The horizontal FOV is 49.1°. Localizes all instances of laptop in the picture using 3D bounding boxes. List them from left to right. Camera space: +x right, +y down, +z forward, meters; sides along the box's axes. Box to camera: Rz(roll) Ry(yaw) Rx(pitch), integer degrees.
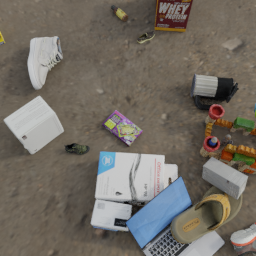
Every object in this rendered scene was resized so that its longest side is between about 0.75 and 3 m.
[{"bbox_3d":[1.505,3.198,8.490,2.237,1.385,2.389,-36,69,-15],"label":"laptop"}]

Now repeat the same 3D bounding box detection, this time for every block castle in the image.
[{"bbox_3d":[4.063,0.393,9.840,2.805,1.316,1.874,16,66,5],"label":"block castle"}]

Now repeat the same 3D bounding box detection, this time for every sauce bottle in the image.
[{"bbox_3d":[-0.423,-5.492,13.330,0.347,0.347,1.050,-37,71,-16],"label":"sauce bottle"}]

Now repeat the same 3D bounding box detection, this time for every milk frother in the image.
[{"bbox_3d":[3.276,-1.507,10.696,1.494,1.588,1.433,7,68,4],"label":"milk frother"}]

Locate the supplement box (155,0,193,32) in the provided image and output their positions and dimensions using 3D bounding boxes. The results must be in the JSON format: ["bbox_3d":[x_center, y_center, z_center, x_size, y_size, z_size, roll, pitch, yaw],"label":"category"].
[{"bbox_3d":[2.034,-5.935,12.521,1.458,2.166,2.196,4,64,2],"label":"supplement box"}]

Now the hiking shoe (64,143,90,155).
[{"bbox_3d":[-1.853,0.746,10.203,0.910,0.458,0.344,-2,64,-1],"label":"hiking shoe"}]

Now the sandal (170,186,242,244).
[{"bbox_3d":[2.660,2.652,8.996,2.936,0.793,1.179,-26,66,-22],"label":"sandal"}]

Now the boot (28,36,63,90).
[{"bbox_3d":[-3.369,-2.829,11.662,1.255,0.966,2.625,-10,63,2],"label":"boot"}]

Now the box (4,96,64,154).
[{"bbox_3d":[-3.303,-0.071,10.023,1.500,1.492,0.980,-38,70,-17],"label":"box"}]

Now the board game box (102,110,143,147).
[{"bbox_3d":[-0.218,0.003,10.725,1.372,0.222,0.823,38,74,17],"label":"board game box"}]

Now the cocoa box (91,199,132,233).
[{"bbox_3d":[-0.505,2.845,8.994,1.187,0.779,0.792,8,64,4],"label":"cocoa box"}]

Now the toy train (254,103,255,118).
[{"bbox_3d":[4.707,-0.453,9.387,0.931,0.681,1.608,6,25,25],"label":"toy train"}]

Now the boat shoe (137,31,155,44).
[{"bbox_3d":[0.837,-4.157,12.692,0.949,0.308,0.348,-37,69,-17],"label":"boat shoe"}]

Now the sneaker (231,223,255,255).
[{"bbox_3d":[4.184,3.531,8.841,1.952,0.752,0.799,-13,92,-7],"label":"sneaker"}]

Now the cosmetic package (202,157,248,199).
[{"bbox_3d":[3.194,1.645,9.336,1.360,0.727,0.613,27,53,36],"label":"cosmetic package"}]

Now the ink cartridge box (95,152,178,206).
[{"bbox_3d":[0.372,1.735,9.460,2.758,0.920,1.598,3,64,1],"label":"ink cartridge box"}]

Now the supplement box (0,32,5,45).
[{"bbox_3d":[-6.074,-4.278,12.585,0.599,0.603,1.101,-27,67,-12],"label":"supplement box"}]
